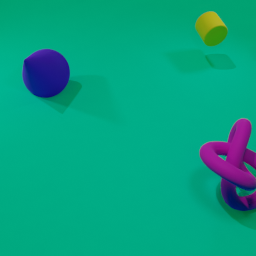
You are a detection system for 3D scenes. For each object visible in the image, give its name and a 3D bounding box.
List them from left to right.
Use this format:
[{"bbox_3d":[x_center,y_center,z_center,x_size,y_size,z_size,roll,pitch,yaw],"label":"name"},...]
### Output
[{"bbox_3d":[-2.682,-1.772,8.184,1.576,1.582,1.576,0,88,4],"label":"cone"},{"bbox_3d":[2.892,-3.440,9.750,0.850,0.850,0.850,-10,55,-9],"label":"cylinder"},{"bbox_3d":[2.389,0.661,6.054,0.913,1.975,1.848,-21,42,42],"label":"knot shape"}]
